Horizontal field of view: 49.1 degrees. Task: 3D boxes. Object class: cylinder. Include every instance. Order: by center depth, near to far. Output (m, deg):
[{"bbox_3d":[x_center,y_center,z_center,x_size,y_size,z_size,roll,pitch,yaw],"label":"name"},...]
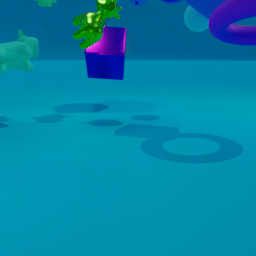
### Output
[{"bbox_3d":[2.163,-3.105,6.463,1.204,1.204,1.204,42,27,11],"label":"cylinder"}]

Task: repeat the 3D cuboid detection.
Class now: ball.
[{"bbox_3d":[2.052,-3.230,8.102,0.841,0.841,0.841,0,15,0],"label":"ball"}]

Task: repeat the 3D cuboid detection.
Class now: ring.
[{"bbox_3d":[2.664,-2.097,5.493,2.099,0.420,2.099,3,-1,0],"label":"ring"}]

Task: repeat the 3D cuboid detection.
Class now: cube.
[{"bbox_3d":[-0.759,-2.646,9.949,1.321,1.321,1.321,4,-28,-1],"label":"cube"}]

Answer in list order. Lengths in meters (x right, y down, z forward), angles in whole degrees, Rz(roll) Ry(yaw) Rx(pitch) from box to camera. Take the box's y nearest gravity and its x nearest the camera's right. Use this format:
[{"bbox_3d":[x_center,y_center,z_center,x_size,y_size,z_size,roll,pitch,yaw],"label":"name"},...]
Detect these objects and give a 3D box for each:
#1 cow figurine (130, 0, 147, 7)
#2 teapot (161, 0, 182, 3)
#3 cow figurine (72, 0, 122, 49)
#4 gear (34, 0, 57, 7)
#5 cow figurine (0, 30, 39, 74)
[{"bbox_3d":[0.701,-4.825,9.922,1.246,1.266,0.695,38,7,30],"label":"cow figurine"},{"bbox_3d":[1.115,-3.690,7.214,1.455,0.713,0.905,-9,47,12],"label":"teapot"},{"bbox_3d":[-0.847,-3.035,7.972,1.440,0.803,1.463,-20,50,15],"label":"cow figurine"},{"bbox_3d":[-2.238,-3.861,7.583,0.195,1.055,1.055,16,19,16],"label":"gear"},{"bbox_3d":[-3.047,-2.035,7.490,1.503,0.825,1.479,-17,43,-34],"label":"cow figurine"}]
